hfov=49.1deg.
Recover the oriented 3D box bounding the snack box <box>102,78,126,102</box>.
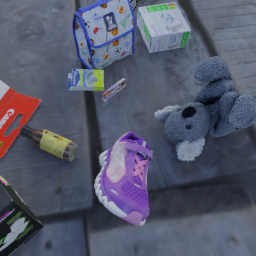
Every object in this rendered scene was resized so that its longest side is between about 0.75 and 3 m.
[{"bbox_3d":[-0.450,-1.238,9.088,0.949,0.341,0.115,-40,66,-22],"label":"snack box"}]

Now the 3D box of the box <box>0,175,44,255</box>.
[{"bbox_3d":[-3.099,1.800,6.080,1.368,2.200,1.634,-40,66,-22],"label":"box"}]

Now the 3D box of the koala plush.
[{"bbox_3d":[2.069,-0.290,7.834,2.368,2.176,2.100,-33,65,5],"label":"koala plush"}]

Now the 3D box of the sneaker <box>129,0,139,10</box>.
[{"bbox_3d":[0.031,-5.870,11.731,1.261,0.826,2.184,21,61,16],"label":"sneaker"}]

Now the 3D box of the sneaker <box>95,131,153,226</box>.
[{"bbox_3d":[0.043,0.915,6.325,1.150,2.860,1.264,36,103,-18],"label":"sneaker"}]

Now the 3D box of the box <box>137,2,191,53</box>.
[{"bbox_3d":[1.268,-3.724,10.382,1.489,0.816,1.688,-11,60,-9],"label":"box"}]

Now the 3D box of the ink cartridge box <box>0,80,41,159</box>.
[{"bbox_3d":[-4.507,-0.584,8.479,2.865,0.718,2.324,17,60,14],"label":"ink cartridge box"}]

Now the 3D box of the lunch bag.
[{"bbox_3d":[-0.764,-3.118,9.175,1.859,2.186,1.354,-32,63,-19],"label":"lunch bag"}]

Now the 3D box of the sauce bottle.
[{"bbox_3d":[-2.276,0.372,7.952,1.752,0.567,0.567,23,61,13],"label":"sauce bottle"}]

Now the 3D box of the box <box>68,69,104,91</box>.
[{"bbox_3d":[-1.294,-1.473,8.585,1.087,0.259,0.663,0,65,-7],"label":"box"}]
